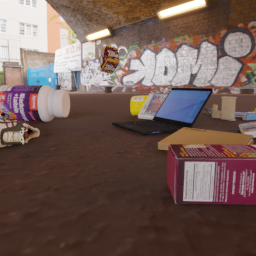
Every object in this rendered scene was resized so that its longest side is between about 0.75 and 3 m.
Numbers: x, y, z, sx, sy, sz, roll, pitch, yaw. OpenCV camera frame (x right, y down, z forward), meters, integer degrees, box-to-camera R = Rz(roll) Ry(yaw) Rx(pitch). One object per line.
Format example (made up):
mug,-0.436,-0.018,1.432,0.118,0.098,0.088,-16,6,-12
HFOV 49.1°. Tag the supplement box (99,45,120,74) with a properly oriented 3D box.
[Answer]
supplement box,-0.738,-2.663,10.951,0.500,0.753,0.742,7,-32,-27

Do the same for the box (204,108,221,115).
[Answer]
box,4.497,-0.837,14.281,1.086,0.277,0.856,1,8,6

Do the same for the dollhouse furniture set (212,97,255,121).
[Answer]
dollhouse furniture set,4.804,-0.911,12.478,1.514,0.988,1.429,-3,10,-23

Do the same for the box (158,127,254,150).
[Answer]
box,1.841,0.332,6.623,1.819,0.193,1.487,8,19,35

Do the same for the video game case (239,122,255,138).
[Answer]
video game case,4.396,-0.054,8.330,1.938,0.214,1.764,-9,6,18

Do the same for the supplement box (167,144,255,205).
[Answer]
supplement box,1.324,0.608,3.869,1.477,0.633,0.815,0,9,1

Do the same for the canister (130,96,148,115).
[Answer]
canister,1.455,-1.111,13.688,2.387,1.033,1.773,1,9,15

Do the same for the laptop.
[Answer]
laptop,1.117,-0.695,9.780,2.713,1.401,2.404,-4,9,-26

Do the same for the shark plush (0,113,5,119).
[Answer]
shark plush,-3.750,-0.113,8.225,1.721,0.717,0.782,7,11,37

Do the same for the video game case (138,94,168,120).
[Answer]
video game case,1.492,-0.930,12.199,1.737,0.200,1.583,6,47,25

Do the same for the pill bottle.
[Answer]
pill bottle,-3.783,-0.987,11.314,2.648,1.475,1.475,1,9,6

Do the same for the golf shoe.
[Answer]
golf shoe,-2.947,0.105,6.818,0.888,0.778,2.016,7,10,7
